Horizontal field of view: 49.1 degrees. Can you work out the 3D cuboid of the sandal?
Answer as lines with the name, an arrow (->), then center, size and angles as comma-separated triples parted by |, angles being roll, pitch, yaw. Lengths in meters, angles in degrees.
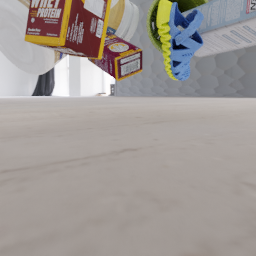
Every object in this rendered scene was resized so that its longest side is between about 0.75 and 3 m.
sandal -> 1.377, -2.043, 6.924 | 1.010, 0.922, 2.320 | 4, -30, 20

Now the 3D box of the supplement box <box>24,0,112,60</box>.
supplement box -> -0.759, -1.447, 3.693 | 0.591, 0.878, 0.890 | 14, 7, 28

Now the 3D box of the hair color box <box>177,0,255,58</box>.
hair color box -> 2.490, -2.572, 7.055 | 1.332, 0.816, 2.691 | 11, -5, -36

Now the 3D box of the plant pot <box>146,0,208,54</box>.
plant pot -> 1.512, -3.606, 9.695 | 2.130, 2.130, 2.023 | -1, 19, -7

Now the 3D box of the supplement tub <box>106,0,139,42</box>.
supplement tub -> -1.013, -3.762, 9.025 | 2.388, 1.728, 1.728 | 13, -1, -34

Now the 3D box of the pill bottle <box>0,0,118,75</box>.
pill bottle -> -1.305, -2.371, 5.583 | 1.479, 1.479, 2.665 | 6, 46, 39

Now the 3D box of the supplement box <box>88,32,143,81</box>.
supplement box -> -0.420, -2.122, 8.168 | 0.906, 0.703, 1.642 | -27, 47, -27
